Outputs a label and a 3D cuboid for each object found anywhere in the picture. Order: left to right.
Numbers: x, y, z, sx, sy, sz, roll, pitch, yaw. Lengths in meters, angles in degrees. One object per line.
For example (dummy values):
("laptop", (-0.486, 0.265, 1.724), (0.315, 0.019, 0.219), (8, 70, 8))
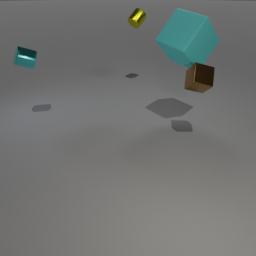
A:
("cylinder", (-3.881, -2.656, 10.573), (0.700, 0.700, 0.700), (8, 21, -32))
("cylinder", (0.457, -5.516, 14.113), (0.700, 0.700, 0.700), (27, 78, 41))
("cube", (2.133, -3.129, 10.012), (1.400, 1.400, 1.400), (38, 4, 39))
("cube", (2.347, -1.636, 9.231), (0.700, 0.700, 0.700), (12, -14, -11))
